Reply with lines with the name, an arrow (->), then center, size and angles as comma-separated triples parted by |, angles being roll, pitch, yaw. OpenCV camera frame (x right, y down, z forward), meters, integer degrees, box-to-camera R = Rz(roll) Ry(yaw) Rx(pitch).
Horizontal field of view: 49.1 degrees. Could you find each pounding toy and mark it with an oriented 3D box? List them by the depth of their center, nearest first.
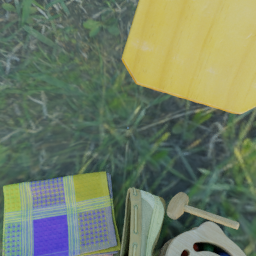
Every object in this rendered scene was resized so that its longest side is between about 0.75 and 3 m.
pounding toy -> 1.627, 2.766, 5.767 | 1.561, 1.566, 2.730 | -38, 74, -27

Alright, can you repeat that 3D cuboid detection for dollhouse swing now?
dollhouse swing -> 1.343, -1.962, 5.315 | 2.870, 2.608, 2.523 | 15, 108, -5

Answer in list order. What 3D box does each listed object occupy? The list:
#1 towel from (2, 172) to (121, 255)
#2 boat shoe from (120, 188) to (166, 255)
towel -> -1.640, 2.155, 6.777 | 2.784, 0.317, 2.000 | -6, 70, -2
boat shoe -> 0.028, 2.773, 6.061 | 0.911, 1.056, 2.894 | 23, 67, -8
